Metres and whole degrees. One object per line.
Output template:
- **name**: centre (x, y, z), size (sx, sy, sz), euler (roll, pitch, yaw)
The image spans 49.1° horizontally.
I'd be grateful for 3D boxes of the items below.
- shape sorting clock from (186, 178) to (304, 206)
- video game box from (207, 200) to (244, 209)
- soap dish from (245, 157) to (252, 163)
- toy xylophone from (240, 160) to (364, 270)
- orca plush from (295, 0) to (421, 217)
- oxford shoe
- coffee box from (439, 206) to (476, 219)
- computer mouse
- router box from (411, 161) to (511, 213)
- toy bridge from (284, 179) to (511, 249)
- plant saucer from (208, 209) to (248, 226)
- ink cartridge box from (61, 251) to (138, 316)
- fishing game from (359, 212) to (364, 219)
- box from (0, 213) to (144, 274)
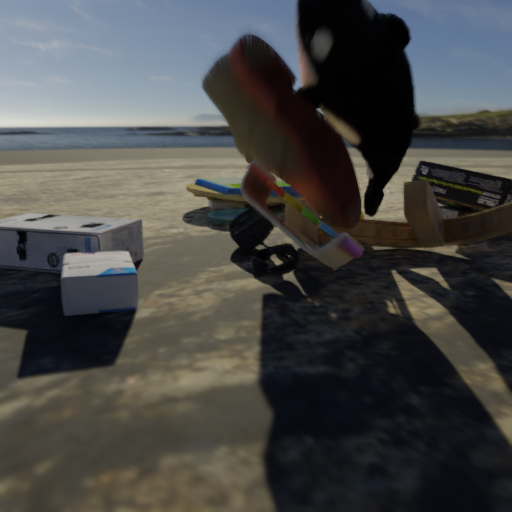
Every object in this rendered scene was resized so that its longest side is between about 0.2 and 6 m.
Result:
- **shape sorting clock**: centre (-0.232, -1.748, 15.740), size (3.462, 0.679, 3.462), euler (1, 14, 0)
- **video game box**: centre (-0.853, -1.463, 15.596), size (0.924, 0.216, 0.842), euler (-3, 16, -11)
- **soap dish**: centre (0.026, -2.392, 11.887), size (0.778, 0.989, 0.402), euler (14, 47, 37)
- **toy xylophone**: centre (0.641, -0.521, 8.183), size (2.127, 0.534, 1.557), euler (42, 7, 24)
- **orca plush**: centre (1.919, -2.243, 9.259), size (2.363, 4.491, 1.596), euler (-25, 47, -10)
- **oxford shoe**: centre (0.472, -1.769, 8.941), size (1.258, 3.363, 1.185), euler (-22, 19, 43)
- **coffee box**: centre (4.401, -0.863, 12.621), size (0.583, 0.412, 1.032), euler (2, 12, -20)
- **computer mouse**: centre (0.162, -0.204, 9.822), size (0.872, 0.506, 2.975), euler (-36, 24, 0)
- **router box**: centre (4.882, -1.349, 12.414), size (1.772, 0.734, 2.364), euler (14, 8, -40)
- **toy bridge**: centre (2.949, -0.663, 9.804), size (5.022, 0.683, 1.688), euler (-6, -22, 27)
- **plant saucer**: centre (-0.410, -0.916, 13.387), size (1.484, 0.203, 1.484), euler (0, 14, 0)
- **ink cartridge box**: centre (-2.116, 0.330, 7.533), size (0.920, 0.540, 1.257), euler (-3, 13, -17)
- **fishing game**: centre (1.091, -2.200, 13.071), size (0.724, 3.333, 4.655), euler (-32, 28, 1)
- **box**: centre (-3.280, -0.229, 9.458), size (2.375, 0.714, 1.385), euler (4, 14, 18)
